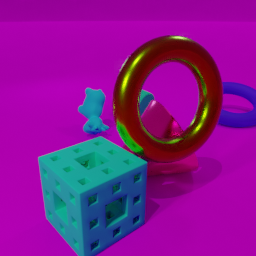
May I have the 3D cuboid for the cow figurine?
[{"bbox_3d":[-0.846,-0.428,7.201,0.631,1.149,1.131,14,10,-36],"label":"cow figurine"}]

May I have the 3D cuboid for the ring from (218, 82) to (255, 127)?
[{"bbox_3d":[3.115,-0.747,8.320,1.955,0.391,1.955,-1,42,1],"label":"ring"}]

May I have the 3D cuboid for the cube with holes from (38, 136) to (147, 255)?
[{"bbox_3d":[-0.501,0.933,4.081,1.086,1.086,1.086,-19,30,-37],"label":"cube with holes"}]

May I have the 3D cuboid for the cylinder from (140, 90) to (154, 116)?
[{"bbox_3d":[0.268,-0.806,8.495,0.782,0.782,0.782,28,35,34],"label":"cylinder"}]

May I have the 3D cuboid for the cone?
[{"bbox_3d":[0.202,0.558,5.378,1.615,1.609,1.609,-31,29,-6],"label":"cone"}]

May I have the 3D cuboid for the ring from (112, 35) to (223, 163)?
[{"bbox_3d":[0.647,-0.393,4.162,1.888,1.888,0.378,-11,16,-24],"label":"ring"}]
